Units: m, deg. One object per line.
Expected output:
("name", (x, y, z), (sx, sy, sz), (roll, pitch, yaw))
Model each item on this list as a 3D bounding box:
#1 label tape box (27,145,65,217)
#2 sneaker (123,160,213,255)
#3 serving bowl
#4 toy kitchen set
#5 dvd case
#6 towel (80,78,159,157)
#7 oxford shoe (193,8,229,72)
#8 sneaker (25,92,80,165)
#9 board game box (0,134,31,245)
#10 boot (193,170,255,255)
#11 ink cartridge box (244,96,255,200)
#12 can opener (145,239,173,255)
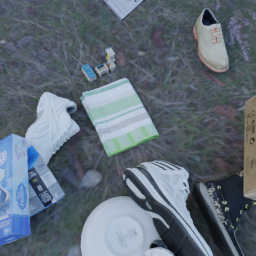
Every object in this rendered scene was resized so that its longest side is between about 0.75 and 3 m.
("label tape box", (-2.464, 1.358, 7.054), (1.083, 0.500, 1.512), (-32, 92, 20))
("sneaker", (1.295, 1.788, 6.763), (1.639, 1.075, 2.849), (-20, 54, -32))
("serving bowl", (-0.092, 2.670, 6.797), (2.174, 0.715, 2.174), (0, 62, -1))
("toy kitchen set", (-1.001, -2.203, 9.346), (1.038, 0.832, 0.612), (-30, 67, -15))
("dvd case", (-0.039, -4.015, 8.525), (1.228, 0.152, 0.923), (-41, 89, 4))
("towel", (-0.287, -0.423, 8.663), (1.736, 0.357, 2.326), (-23, 64, -11))
("oxford shoe", (2.896, -3.064, 9.753), (0.888, 0.926, 2.508), (-12, 62, -6))
("sneaker", (-2.095, 0.136, 8.022), (1.306, 1.024, 2.629), (8, 63, 0))
("board game box", (-3.418, 1.673, 6.812), (2.377, 0.516, 2.365), (-26, 59, 22))
("boot", (2.804, 2.173, 7.036), (1.640, 0.784, 2.172), (-17, 64, -12))
("ink cartridge box", (4.283, 0.668, 7.256), (2.360, 1.076, 2.865), (20, 61, -13))
("can opener", (0.900, 3.719, 5.899), (0.667, 0.842, 2.533), (-13, 81, 32))
